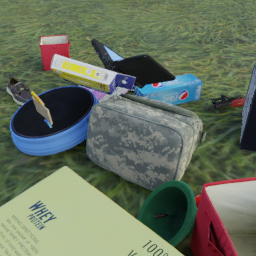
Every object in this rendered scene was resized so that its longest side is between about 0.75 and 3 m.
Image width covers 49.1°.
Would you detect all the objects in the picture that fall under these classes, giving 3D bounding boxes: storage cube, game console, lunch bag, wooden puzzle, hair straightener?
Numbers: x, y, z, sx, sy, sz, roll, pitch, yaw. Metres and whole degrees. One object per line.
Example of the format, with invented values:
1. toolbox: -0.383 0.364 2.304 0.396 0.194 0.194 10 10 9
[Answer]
1. storage cube: 2.040 1.917 4.248 1.906 1.713 1.629 -6 37 -6
2. game console: 0.159 -1.693 7.003 1.716 0.999 1.510 18 38 -57
3. lunch bag: 0.464 0.129 6.813 2.460 1.714 2.064 19 24 23
4. wooden puzzle: -1.854 -0.397 6.123 0.108 0.922 0.622 -40 77 -24
5. storage cube: -2.971 -3.115 11.587 1.243 1.118 1.063 -6 37 -10
6. hair straightener: 3.186 -0.861 9.285 1.522 0.311 0.585 -16 38 -13

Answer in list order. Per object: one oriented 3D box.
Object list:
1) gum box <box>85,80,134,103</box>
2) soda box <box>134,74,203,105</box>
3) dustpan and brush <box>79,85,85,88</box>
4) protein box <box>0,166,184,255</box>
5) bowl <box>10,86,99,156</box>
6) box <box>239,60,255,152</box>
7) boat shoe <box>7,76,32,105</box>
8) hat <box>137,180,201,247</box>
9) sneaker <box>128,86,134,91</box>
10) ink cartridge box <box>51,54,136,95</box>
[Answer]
1. gum box: -0.535 -1.425 9.107 1.718 0.568 0.975 -43 47 -4
2. soda box: 1.327 -1.196 9.326 2.178 0.699 0.739 -13 38 -17
3. dustpan and brush: -1.787 -2.075 10.712 1.646 0.471 1.149 24 43 29
4. protein box: -0.889 2.478 3.287 2.816 1.914 2.837 28 45 33
5. bowl: -2.036 -0.332 7.867 2.617 0.514 2.617 -9 38 8
6. box: 3.865 -0.694 7.493 1.264 2.052 2.035 11 38 16
7. boat shoe: -3.704 -1.279 9.558 1.716 0.556 0.628 29 45 34
8. hat: 1.205 1.899 5.535 1.637 1.441 1.356 -49 29 7
9. sneaker: 0.024 -1.764 10.210 1.464 0.581 0.541 31 45 33
10. ink cartridge box: -0.786 -1.179 6.906 1.830 0.430 1.808 19 -2 -2
